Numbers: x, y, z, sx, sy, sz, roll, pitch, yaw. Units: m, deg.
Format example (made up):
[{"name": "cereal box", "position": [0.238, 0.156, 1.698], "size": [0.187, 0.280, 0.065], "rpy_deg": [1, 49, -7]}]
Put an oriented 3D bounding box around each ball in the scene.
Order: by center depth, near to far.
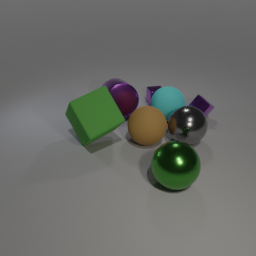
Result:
[{"name": "ball", "position": [1.368, 1.058, 8.026], "size": [1.400, 1.400, 1.400], "rpy_deg": [0, 31, 0]}, {"name": "ball", "position": [0.682, -0.085, 9.963], "size": [1.400, 1.400, 1.400], "rpy_deg": [0, 31, 0]}, {"name": "ball", "position": [2.112, -0.096, 9.965], "size": [1.400, 1.400, 1.400], "rpy_deg": [0, 31, 0]}, {"name": "ball", "position": [1.623, -0.989, 11.456], "size": [1.400, 1.400, 1.400], "rpy_deg": [0, 31, 0]}]

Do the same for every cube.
[{"name": "cube", "position": [-1.183, -0.381, 9.759], "size": [1.400, 1.400, 1.400], "rpy_deg": [-29, -3, -22]}, {"name": "cube", "position": [2.986, -0.852, 11.482], "size": [0.700, 0.700, 0.700], "rpy_deg": [48, 20, 23]}, {"name": "cube", "position": [1.281, -1.504, 13.029], "size": [0.700, 0.700, 0.700], "rpy_deg": [-6, 31, -12]}]

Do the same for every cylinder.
[{"name": "cylinder", "position": [-0.395, -1.290, 11.750], "size": [1.400, 1.400, 1.400], "rpy_deg": [-8, 20, -13]}]
